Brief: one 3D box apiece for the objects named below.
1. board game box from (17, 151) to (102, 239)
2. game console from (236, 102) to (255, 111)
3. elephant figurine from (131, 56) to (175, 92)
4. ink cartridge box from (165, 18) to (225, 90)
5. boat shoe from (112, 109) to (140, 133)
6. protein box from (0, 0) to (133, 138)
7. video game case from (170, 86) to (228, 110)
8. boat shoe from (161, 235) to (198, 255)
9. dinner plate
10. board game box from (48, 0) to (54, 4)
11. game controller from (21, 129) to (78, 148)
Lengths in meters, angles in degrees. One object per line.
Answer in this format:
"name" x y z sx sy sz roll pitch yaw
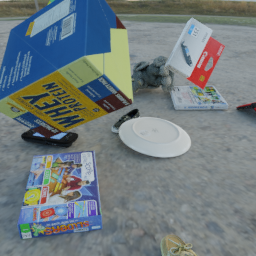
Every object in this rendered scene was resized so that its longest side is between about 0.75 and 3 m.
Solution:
"board game box" -1.691 1.569 7.370 1.839 0.468 2.716 -4 28 -8
"game console" 5.834 -0.671 11.911 1.752 1.040 1.510 -12 -1 -23
"elephant figurine" 0.886 -2.553 13.913 2.659 1.882 2.063 -10 -11 30
"ink cartridge box" 2.758 -2.902 11.055 1.891 2.146 0.480 28 -6 -10
"boat shoe" -0.086 -0.311 10.914 0.555 0.458 1.616 18 33 30
"protein box" -1.703 -1.778 7.735 2.970 2.004 2.948 -20 54 24
"video game case" 3.223 -1.475 13.276 2.293 0.277 2.516 0 27 1
"boat shoe" 1.174 2.637 5.283 0.648 0.554 1.769 -11 30 -20
"dinner plate" 0.962 0.167 9.881 2.575 0.312 2.575 5 30 -3
"board game box" -2.463 -3.863 9.863 0.967 1.903 0.453 38 15 12
"game controller" -2.735 0.291 9.857 1.900 0.400 0.991 8 29 13
